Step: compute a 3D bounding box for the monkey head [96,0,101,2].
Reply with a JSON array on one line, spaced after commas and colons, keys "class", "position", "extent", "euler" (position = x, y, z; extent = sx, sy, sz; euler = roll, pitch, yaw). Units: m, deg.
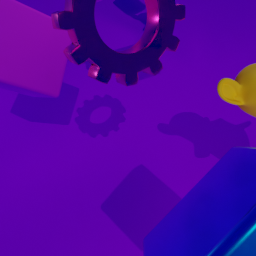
[{"class": "monkey head", "position": [-0.633, -2.810, 4.974], "extent": [1.336, 0.961, 0.805], "euler": [-3, 36, 7]}]

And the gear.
[{"class": "gear", "position": [-0.048, -1.097, 2.752], "extent": [1.332, 1.332, 0.246], "euler": [-27, 30, -18]}]

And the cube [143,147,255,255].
[{"class": "cube", "position": [0.893, 0.917, 1.789], "extent": [1.150, 1.150, 1.150], "euler": [44, 89, 4]}]

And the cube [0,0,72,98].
[{"class": "cube", "position": [-1.809, -1.243, 4.691], "extent": [1.206, 1.206, 1.206], "euler": [10, 87, 52]}]

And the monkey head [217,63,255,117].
[{"class": "monkey head", "position": [2.003, -0.361, 4.098], "extent": [1.597, 1.149, 0.962], "euler": [-2, 13, -40]}]
